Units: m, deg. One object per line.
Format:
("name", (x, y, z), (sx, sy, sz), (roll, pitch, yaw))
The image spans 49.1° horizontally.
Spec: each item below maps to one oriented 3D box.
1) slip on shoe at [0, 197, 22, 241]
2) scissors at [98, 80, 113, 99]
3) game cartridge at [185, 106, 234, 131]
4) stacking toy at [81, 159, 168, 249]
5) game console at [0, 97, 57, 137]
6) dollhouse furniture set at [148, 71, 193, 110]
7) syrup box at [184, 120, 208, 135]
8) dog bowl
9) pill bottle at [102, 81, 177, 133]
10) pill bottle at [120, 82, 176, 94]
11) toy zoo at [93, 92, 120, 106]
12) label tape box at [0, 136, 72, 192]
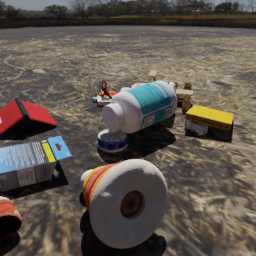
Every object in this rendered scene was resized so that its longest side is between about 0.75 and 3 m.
("slip on shoe", (-3.447, 2.387, 5.582), (0.899, 1.088, 2.938), (21, 28, 29))
("scissors", (-0.979, -1.602, 14.099), (0.143, 0.752, 2.055), (-2, 47, -39))
("game cartridge", (3.466, -0.475, 11.768), (1.788, 0.329, 2.029), (17, 18, 19))
("stacking toy", (-0.495, 1.506, 6.945), (1.947, 1.947, 2.664), (-16, 15, -30))
("game console", (-4.451, -0.318, 12.029), (1.949, 1.342, 2.262), (-40, 36, -8))
("dollhouse furniture set", (2.145, -2.011, 14.098), (2.228, 1.450, 2.047), (6, 27, 12))
("syrup box", (2.747, -0.068, 11.318), (0.361, 0.373, 0.916), (-15, 29, -33))
("dog bowl", (-0.558, 0.444, 10.206), (1.076, 0.424, 1.076), (0, 25, 0))
("pill bottle", (0.419, -0.766, 10.698), (2.849, 1.578, 1.578), (-22, 33, -35))
("pill bottle", (0.923, -1.364, 12.799), (2.431, 1.367, 1.367), (-1, 25, 15))
("toy zoo", (-0.656, -1.520, 14.461), (2.349, 0.240, 1.541), (1, 26, 2))
("label tape box", (-2.942, 1.034, 8.688), (2.131, 0.674, 1.536), (-11, 28, -22))
